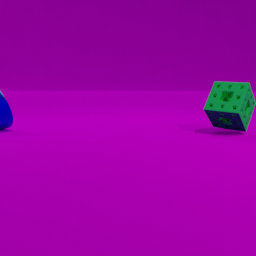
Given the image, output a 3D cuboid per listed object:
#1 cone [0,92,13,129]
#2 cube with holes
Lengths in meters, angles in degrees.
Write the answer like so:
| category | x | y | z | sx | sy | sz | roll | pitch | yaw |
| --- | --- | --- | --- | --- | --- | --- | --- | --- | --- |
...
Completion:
| category | x | y | z | sx | sy | sz | roll | pitch | yaw |
| --- | --- | --- | --- | --- | --- | --- | --- | --- | --- |
| cone | -4.154 | -0.240 | 7.049 | 1.674 | 1.674 | 1.680 | 6 | 37 | 35 |
| cube with holes | 2.592 | -0.549 | 7.104 | 0.873 | 0.873 | 0.873 | 11 | -24 | 39 |
